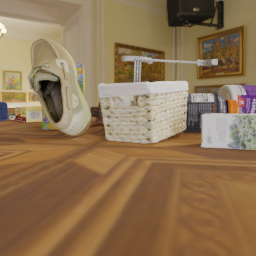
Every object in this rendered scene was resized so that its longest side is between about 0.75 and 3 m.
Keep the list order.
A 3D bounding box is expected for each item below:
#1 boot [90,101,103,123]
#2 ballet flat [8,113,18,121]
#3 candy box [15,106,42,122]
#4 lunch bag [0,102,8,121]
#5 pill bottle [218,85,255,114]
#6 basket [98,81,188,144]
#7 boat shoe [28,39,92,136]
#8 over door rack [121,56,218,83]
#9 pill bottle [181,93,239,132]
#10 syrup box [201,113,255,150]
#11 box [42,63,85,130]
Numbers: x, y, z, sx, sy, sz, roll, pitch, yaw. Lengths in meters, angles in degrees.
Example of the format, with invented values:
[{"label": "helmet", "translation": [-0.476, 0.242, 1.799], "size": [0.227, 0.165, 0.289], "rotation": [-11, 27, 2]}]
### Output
[{"label": "boot", "translation": [-0.295, -0.477, 10.153], "size": [1.775, 0.853, 2.427], "rotation": [7, 7, 6]}, {"label": "ballet flat", "translation": [-4.861, -0.479, 12.226], "size": [1.120, 0.380, 0.422], "rotation": [1, 26, 29]}, {"label": "candy box", "translation": [-3.450, -0.607, 11.801], "size": [2.157, 0.596, 1.245], "rotation": [-4, 9, -40]}, {"label": "lunch bag", "translation": [-5.446, -0.729, 11.667], "size": [0.589, 0.891, 0.605], "rotation": [2, 4, 29]}, {"label": "pill bottle", "translation": [5.234, -1.038, 11.701], "size": [2.689, 1.498, 1.498], "rotation": [-1, 5, -8]}, {"label": "basket", "translation": [0.401, -0.401, 6.032], "size": [1.285, 1.170, 1.896], "rotation": [3, 9, 33]}, {"label": "boat shoe", "translation": [-1.774, -1.129, 6.540], "size": [1.035, 2.868, 0.932], "rotation": [-34, -25, 18]}, {"label": "over door rack", "translation": [1.079, -0.952, 7.988], "size": [2.792, 2.063, 0.930], "rotation": [-2, 11, -19]}, {"label": "pill bottle", "translation": [1.843, -0.396, 7.351], "size": [1.924, 1.022, 1.022], "rotation": [1, 5, 10]}, {"label": "syrup box", "translation": [2.029, 0.048, 4.812], "size": [1.478, 0.582, 0.602], "rotation": [2, 5, 22]}, {"label": "box", "translation": [-1.947, -0.957, 8.729], "size": [1.185, 1.871, 1.942], "rotation": [-1, 6, -7]}]
